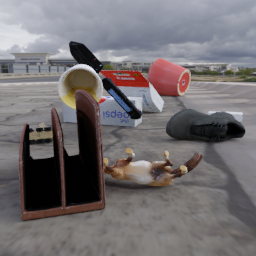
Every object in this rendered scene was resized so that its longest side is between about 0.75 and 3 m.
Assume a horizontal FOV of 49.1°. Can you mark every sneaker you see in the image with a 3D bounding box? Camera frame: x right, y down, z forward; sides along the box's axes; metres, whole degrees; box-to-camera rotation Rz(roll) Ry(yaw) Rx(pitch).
[{"bbox_3d":[2.257,-0.033,8.029,2.347,0.891,1.065,-5,20,-12],"label":"sneaker"}]

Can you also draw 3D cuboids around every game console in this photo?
[{"bbox_3d":[-0.634,-1.343,8.360,0.355,2.945,1.737,-44,10,-3],"label":"game console"}]

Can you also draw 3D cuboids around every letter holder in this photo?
[{"bbox_3d":[-1.222,0.192,4.829,1.175,1.660,2.336,-4,13,-17],"label":"letter holder"}]

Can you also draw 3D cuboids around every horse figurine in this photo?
[{"bbox_3d":[0.282,0.676,4.696,1.825,0.455,1.209,4,-24,-2],"label":"horse figurine"}]

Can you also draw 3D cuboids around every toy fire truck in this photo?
[{"bbox_3d":[-2.588,0.128,8.065,0.787,0.576,0.895,-5,2,-19],"label":"toy fire truck"}]

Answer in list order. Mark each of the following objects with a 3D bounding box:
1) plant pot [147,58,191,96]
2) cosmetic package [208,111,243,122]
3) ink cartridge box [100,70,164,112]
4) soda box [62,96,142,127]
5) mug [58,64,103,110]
[{"bbox_3d":[3.295,-3.786,21.816,2.540,2.870,2.870,22,23,34],"label":"plant pot"},{"bbox_3d":[3.916,-0.481,11.306,1.309,0.331,0.540,5,14,21],"label":"cosmetic package"},{"bbox_3d":[0.117,-1.642,12.824,2.230,0.659,2.786,8,-18,32],"label":"ink cartridge box"},{"bbox_3d":[-0.985,-0.690,10.641,2.966,1.012,0.941,5,13,18],"label":"soda box"},{"bbox_3d":[-1.240,-1.021,7.084,1.050,1.312,1.077,29,18,-18],"label":"mug"}]
